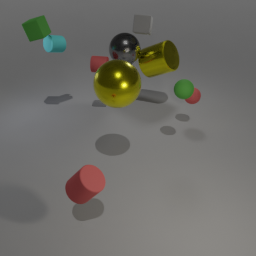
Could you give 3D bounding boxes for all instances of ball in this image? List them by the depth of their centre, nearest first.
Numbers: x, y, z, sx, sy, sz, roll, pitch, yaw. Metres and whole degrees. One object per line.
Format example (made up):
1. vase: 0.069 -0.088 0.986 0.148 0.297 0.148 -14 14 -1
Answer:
1. ball: -0.308 -1.280 8.160 1.400 1.400 1.400 0 31 0
2. ball: 1.951 -1.353 9.775 0.700 0.700 0.700 0 31 0
3. ball: 2.690 -1.347 11.711 0.700 0.700 0.700 0 31 0
4. ball: -0.142 -3.466 12.342 1.400 1.400 1.400 0 31 0

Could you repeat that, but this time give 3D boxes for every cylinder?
1. cylinder: -1.001 1.325 6.574 0.700 0.700 0.700 28 39 -26
2. cylinder: -3.095 -3.553 11.842 0.700 0.700 0.700 23 25 33
3. cylinder: -1.211 -2.724 12.014 0.700 0.700 0.700 5 31 4
4. cylinder: 1.423 -3.154 12.892 1.400 1.400 1.400 -8 21 40

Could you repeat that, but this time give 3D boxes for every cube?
1. cube: -3.541 -3.866 10.881 0.700 0.700 0.700 -8 34 18
2. cube: 0.620 -4.276 11.607 0.700 0.700 0.700 9 15 8
